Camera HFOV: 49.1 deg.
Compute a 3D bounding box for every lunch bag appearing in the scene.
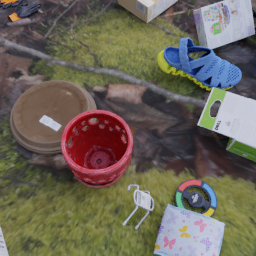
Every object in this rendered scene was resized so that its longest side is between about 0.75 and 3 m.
[{"bbox_3d":[1.465,2.645,6.672,1.435,0.913,1.217,12,69,17],"label":"lunch bag"}]

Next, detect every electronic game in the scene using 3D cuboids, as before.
[{"bbox_3d":[1.813,1.915,7.476,1.132,0.235,1.132,0,63,0],"label":"electronic game"}]

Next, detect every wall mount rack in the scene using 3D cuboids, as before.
[{"bbox_3d":[0.251,2.000,7.070,0.424,1.137,0.988,-9,61,28],"label":"wall mount rack"}]

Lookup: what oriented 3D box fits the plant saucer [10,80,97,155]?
[{"bbox_3d":[-2.301,-0.469,8.606,2.686,0.396,2.686,1,61,-1],"label":"plant saucer"}]

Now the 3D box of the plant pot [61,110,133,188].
[{"bbox_3d":[-0.754,0.646,7.352,1.749,1.593,1.749,0,61,0],"label":"plant pot"}]

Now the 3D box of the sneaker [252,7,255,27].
[{"bbox_3d":[4.504,-4.439,10.619,0.539,0.573,1.399,-39,71,-17],"label":"sneaker"}]

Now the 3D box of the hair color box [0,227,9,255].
[{"bbox_3d":[-3.171,3.003,6.655,0.405,0.669,1.338,-24,64,-12],"label":"hair color box"}]

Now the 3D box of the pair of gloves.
[{"bbox_3d":[-4.311,-4.904,11.104,1.378,0.191,1.547,-35,68,-17],"label":"pair of gloves"}]

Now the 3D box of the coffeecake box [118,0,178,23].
[{"bbox_3d":[0.902,-5.328,10.989,1.631,0.776,2.125,41,69,19],"label":"coffeecake box"}]

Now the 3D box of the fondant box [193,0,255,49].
[{"bbox_3d":[3.381,-3.688,9.795,1.950,0.568,1.407,-21,109,-12],"label":"fondant box"}]

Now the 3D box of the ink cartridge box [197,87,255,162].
[{"bbox_3d":[3.212,-0.128,8.249,2.085,0.790,1.541,22,65,13],"label":"ink cartridge box"}]

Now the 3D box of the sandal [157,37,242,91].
[{"bbox_3d":[2.373,-2.022,8.852,2.784,1.212,1.106,14,64,-9],"label":"sandal"}]
